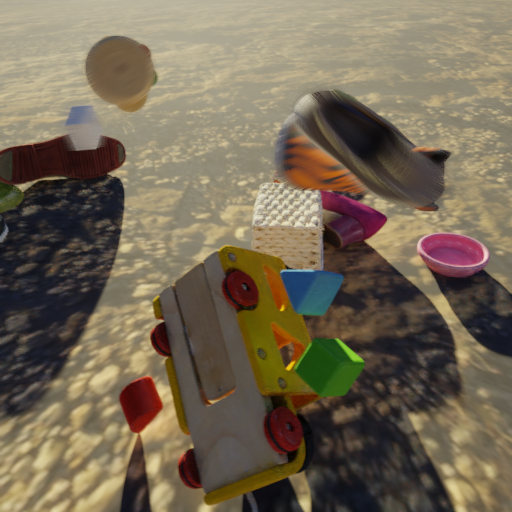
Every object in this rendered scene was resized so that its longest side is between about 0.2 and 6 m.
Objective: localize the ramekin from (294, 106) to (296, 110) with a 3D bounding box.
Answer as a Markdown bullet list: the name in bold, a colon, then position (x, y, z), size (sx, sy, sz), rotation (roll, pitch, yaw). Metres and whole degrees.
- **ramekin**: position (1.542, -3.840, 15.852), size (1.069, 0.561, 1.069), rotation (10, 34, -7)

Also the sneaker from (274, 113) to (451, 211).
- **sneaker**: position (1.449, -1.148, 6.729), size (1.506, 1.043, 2.688), rotation (20, 17, 34)

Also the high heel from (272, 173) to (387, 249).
- **high heel**: position (1.393, -1.061, 11.291), size (1.223, 0.858, 2.544), rotation (-24, 52, -24)

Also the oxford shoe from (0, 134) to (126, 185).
- **oxford shoe**: position (-4.637, -2.345, 13.153), size (3.067, 1.080, 1.147), rotation (-10, 17, -32)

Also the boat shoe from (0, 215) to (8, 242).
- **boat shoe**: position (-5.723, -0.332, 9.846), size (1.124, 0.897, 2.972), rotation (22, 33, 19)

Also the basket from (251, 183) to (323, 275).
- **basket**: position (0.576, -0.428, 9.956), size (1.273, 1.158, 1.878), rotation (2, 33, 5)

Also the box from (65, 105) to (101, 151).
- **box**: position (-3.063, -2.278, 9.958), size (0.377, 0.573, 0.576), rotation (-4, 51, 5)

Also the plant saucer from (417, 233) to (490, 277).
- **plant saucer**: position (3.518, 0.005, 10.063), size (1.237, 0.314, 1.237), rotation (1, 32, 0)

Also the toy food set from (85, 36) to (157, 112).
- **toy food set**: position (-1.590, -2.185, 6.617), size (0.826, 0.818, 0.201), rotation (26, -2, -16)

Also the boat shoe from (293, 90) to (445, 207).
- **boat shoe**: position (1.238, -1.071, 5.747), size (1.841, 0.661, 0.548), rotation (32, -2, -14)

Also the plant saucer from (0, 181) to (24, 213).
- **plant saucer**: position (-5.920, -1.298, 12.228), size (1.571, 0.244, 1.571), rotation (0, 31, 0)

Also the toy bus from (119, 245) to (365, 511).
- **toy bus**: position (0.004, 1.455, 6.418), size (2.919, 3.094, 1.599), rotation (22, 7, 43)
